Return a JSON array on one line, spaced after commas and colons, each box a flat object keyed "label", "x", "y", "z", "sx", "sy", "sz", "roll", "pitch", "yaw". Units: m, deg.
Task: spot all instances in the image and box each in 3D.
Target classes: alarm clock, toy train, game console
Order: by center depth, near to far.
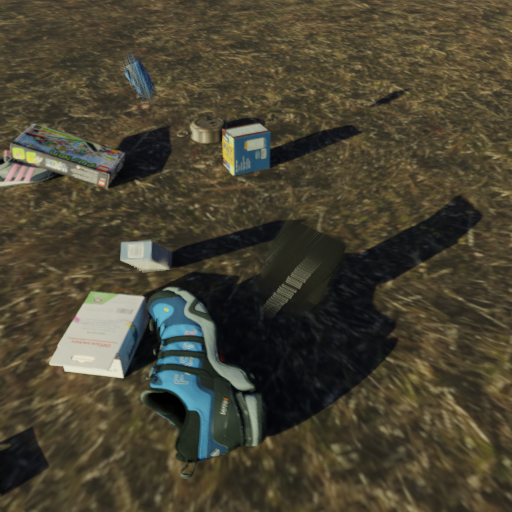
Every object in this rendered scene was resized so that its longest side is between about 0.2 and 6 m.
[{"label": "game console", "x": 0.746, "y": 0.091, "z": 8.939, "sx": 1.051, "sy": 0.924, "sz": 0.612, "roll": 26, "pitch": 31, "yaw": 12}, {"label": "toy train", "x": -2.460, "y": -3.792, "z": 11.961, "sx": 0.316, "sy": 0.730, "sz": 0.417, "roll": -24, "pitch": 28, "yaw": 33}, {"label": "alarm clock", "x": -1.431, "y": -3.450, "z": 15.338, "sx": 1.500, "sy": 0.499, "sz": 1.012, "roll": -15, "pitch": 38, "yaw": -16}]

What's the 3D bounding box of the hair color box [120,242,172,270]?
[{"label": "hair color box", "x": -1.912, "y": 0.008, "z": 9.855, "sx": 0.545, "sy": 0.334, "sz": 1.100, "roll": 0, "pitch": -10, "yaw": 9}]

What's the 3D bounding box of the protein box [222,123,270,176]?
[{"label": "protein box", "x": -0.238, "y": -2.602, "z": 13.642, "sx": 0.984, "sy": 0.977, "sz": 0.664, "roll": -15, "pitch": 38, "yaw": -21}]

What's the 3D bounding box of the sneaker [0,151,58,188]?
[{"label": "sneaker", "x": -5.531, "y": -2.119, "z": 13.140, "sx": 1.855, "sy": 0.761, "sz": 0.651, "roll": -14, "pitch": 37, "yaw": -19}]

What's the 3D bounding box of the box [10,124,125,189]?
[{"label": "box", "x": -4.417, "y": -2.379, "z": 13.270, "sx": 2.293, "sy": 0.398, "sz": 1.262, "roll": 17, "pitch": 34, "yaw": -6}]

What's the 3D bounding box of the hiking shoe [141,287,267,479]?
[{"label": "hiking shoe", "x": -1.038, "y": 1.466, "z": 7.669, "sx": 1.304, "sy": 1.119, "sz": 3.007, "roll": -17, "pitch": 38, "yaw": -24}]

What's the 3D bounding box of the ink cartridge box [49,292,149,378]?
[{"label": "ink cartridge box", "x": -2.317, "y": 1.273, "z": 8.450, "sx": 0.946, "sy": 0.544, "sz": 1.615, "roll": 5, "pitch": 35, "yaw": 7}]
